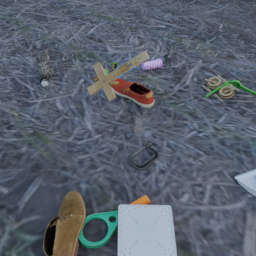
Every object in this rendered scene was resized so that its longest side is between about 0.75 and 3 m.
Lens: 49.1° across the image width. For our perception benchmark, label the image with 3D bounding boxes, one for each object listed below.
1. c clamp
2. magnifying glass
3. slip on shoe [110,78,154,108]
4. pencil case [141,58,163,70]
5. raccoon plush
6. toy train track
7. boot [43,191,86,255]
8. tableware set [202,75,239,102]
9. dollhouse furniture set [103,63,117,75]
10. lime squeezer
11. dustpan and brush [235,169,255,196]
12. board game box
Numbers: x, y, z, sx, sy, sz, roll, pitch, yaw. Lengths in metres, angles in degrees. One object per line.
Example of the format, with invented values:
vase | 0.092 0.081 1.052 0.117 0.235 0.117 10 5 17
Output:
c clamp | 0.483 0.889 9.612 1.056 0.167 1.236 33 50 24
magnifying glass | -0.353 2.510 7.786 2.238 0.251 0.891 -23 47 -24
slip on shoe | 0.140 -1.674 11.931 2.385 0.730 0.883 32 53 32
pencil case | 1.177 -3.121 13.679 1.069 0.457 0.448 -16 37 -15
raccoon plush | -3.830 -2.826 12.862 0.818 1.133 1.691 -18 46 -18
toy train track | -0.348 -1.962 10.274 0.429 2.634 1.511 -6 70 -65
boot | -1.651 2.448 7.329 0.794 0.814 2.156 -20 38 16
tableware set | 4.008 -1.815 12.158 0.953 0.289 1.442 -34 49 -3
dollhouse furniture set | -0.946 -2.752 13.287 0.895 0.449 0.586 -2 43 -2
lime squeezer | 4.485 -1.694 12.295 2.348 0.443 0.829 -2 75 -3
dustpan and brush | 4.414 1.852 8.204 1.501 0.616 2.151 -15 45 -16
board game box | 0.474 2.759 7.383 1.479 0.191 1.479 1 49 -3
